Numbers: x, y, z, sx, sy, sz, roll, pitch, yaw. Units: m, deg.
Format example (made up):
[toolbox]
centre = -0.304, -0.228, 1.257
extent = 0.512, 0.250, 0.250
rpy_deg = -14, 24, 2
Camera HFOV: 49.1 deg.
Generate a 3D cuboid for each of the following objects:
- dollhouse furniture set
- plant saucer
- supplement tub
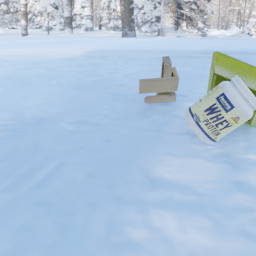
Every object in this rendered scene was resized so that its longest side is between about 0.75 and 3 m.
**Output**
[dollhouse furniture set]
centre = 1.067, -1.888, 11.240
extent = 1.456, 1.700, 1.787
rpy_deg = -5, 50, -2
[plant saucer]
centre = 3.317, -1.023, 8.545
extent = 2.162, 2.165, 0.518
rpy_deg = 32, 66, 26
[supplement tub]
centre = 2.505, -0.477, 7.458
extent = 1.664, 1.206, 1.206
rpy_deg = -40, 8, 24
